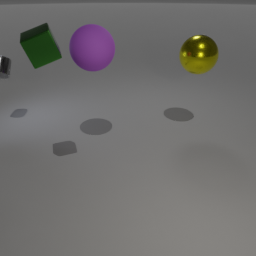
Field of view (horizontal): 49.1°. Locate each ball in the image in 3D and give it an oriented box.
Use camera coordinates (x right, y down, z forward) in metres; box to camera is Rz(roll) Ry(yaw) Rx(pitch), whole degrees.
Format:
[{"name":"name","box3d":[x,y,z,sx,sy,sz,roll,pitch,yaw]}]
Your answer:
[{"name":"ball","box3d":[-1.095,-2.452,8.617,1.400,1.400,1.400,0,28,0]},{"name":"ball","box3d":[2.574,-2.664,10.208,1.400,1.400,1.400,0,28,0]}]

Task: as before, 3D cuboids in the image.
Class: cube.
[{"name":"cube","box3d":[-2.051,-1.943,6.607,0.700,0.700,0.700,-24,38,-3]}]

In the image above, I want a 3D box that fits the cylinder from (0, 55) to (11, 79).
[{"name":"cylinder","box3d":[-4.923,-2.352,10.844,0.700,0.700,0.700,2,-9,0]}]
